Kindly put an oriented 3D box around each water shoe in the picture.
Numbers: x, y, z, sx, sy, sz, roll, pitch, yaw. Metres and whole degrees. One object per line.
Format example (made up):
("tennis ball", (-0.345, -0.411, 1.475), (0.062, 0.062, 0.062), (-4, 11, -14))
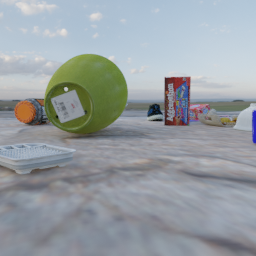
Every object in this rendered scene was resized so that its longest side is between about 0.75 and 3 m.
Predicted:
("water shoe", (1.541, -0.955, 16.716), (0.914, 1.009, 2.558), (0, 5, -6))

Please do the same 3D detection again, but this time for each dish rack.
("dish rack", (-1.470, 0.435, 4.154), (1.198, 0.261, 1.028), (4, 5, 42))

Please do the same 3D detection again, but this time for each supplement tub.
("supplement tub", (-4.286, -0.779, 13.168), (1.237, 1.237, 2.020), (1, 5, 16))

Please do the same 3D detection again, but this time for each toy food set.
("toy food set", (4.613, -0.481, 12.503), (2.439, 0.737, 1.750), (-1, 5, -14))

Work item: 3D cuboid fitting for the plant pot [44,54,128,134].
("plant pot", (-1.398, -0.861, 8.416), (2.636, 2.636, 2.818), (0, 15, 4))

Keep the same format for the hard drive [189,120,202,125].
("hard drive", (2.807, -0.290, 13.648), (0.924, 0.178, 1.401), (-2, 5, -27))

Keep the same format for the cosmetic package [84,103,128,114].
("cosmetic package", (-1.272, -1.030, 10.386), (1.485, 1.484, 1.800), (-34, 13, -25))

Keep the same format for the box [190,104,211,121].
("box", (3.858, -0.863, 15.877), (0.798, 0.764, 1.601), (-26, 15, -24))

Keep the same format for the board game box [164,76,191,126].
("board game box", (2.127, -1.143, 12.146), (1.112, 2.161, 0.210), (1, 21, 10))

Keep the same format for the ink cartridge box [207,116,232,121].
("ink cartridge box", (5.327, -0.535, 16.010), (1.684, 0.312, 0.797), (3, 8, 8))

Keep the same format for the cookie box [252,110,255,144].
("cookie box", (4.071, -0.063, 6.745), (1.865, 0.819, 2.181), (3, 5, 29))

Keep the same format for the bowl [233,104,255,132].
("bowl", (5.004, -0.403, 10.206), (2.174, 0.977, 2.174), (0, 4, 0))
